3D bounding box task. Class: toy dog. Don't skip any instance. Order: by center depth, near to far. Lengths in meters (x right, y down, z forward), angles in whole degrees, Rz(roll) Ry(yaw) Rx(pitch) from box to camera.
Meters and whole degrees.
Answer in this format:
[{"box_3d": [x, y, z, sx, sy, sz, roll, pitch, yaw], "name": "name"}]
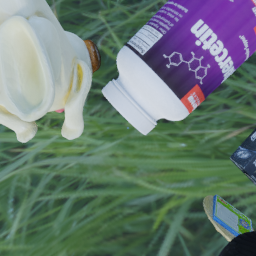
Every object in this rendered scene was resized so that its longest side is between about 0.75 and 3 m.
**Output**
[{"box_3d": [-1.640, -1.088, 4.668, 2.045, 2.931, 2.842, -17, 86, 14], "name": "toy dog"}]

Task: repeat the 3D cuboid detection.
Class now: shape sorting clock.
[{"box_3d": [1.728, 1.590, 4.753, 1.099, 1.099, 0.216, 41, 117, 14], "name": "shape sorting clock"}]

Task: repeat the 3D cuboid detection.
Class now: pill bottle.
[{"box_3d": [0.910, -1.204, 4.548, 2.754, 1.548, 1.548, -45, 74, 7], "name": "pill bottle"}]

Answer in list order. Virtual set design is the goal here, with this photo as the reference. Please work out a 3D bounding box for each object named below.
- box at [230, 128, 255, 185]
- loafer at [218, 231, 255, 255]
[{"box_3d": [2.423, 0.265, 4.340, 1.480, 1.185, 0.322, -50, 33, 4], "name": "box"}, {"box_3d": [1.349, 1.859, 2.914, 2.797, 1.021, 0.998, -3, 89, -37], "name": "loafer"}]
